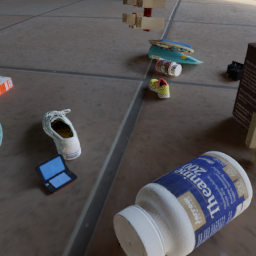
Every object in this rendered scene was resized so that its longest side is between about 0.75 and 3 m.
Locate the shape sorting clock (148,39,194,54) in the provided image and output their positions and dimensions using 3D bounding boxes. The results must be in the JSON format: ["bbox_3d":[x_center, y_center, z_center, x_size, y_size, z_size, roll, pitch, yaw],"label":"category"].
[{"bbox_3d":[2.131,-4.043,13.993,2.321,0.455,2.321,10,13,-2],"label":"shape sorting clock"}]

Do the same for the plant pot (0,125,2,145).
[{"bbox_3d":[-4.282,-0.070,6.390,2.340,2.490,2.490,26,41,24],"label":"plant pot"}]

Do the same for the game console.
[{"bbox_3d":[-1.742,1.105,6.853,0.782,0.464,0.674,-29,43,-35],"label":"game console"}]

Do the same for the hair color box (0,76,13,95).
[{"bbox_3d":[-5.213,-1.534,10.824,0.761,0.439,1.373,10,37,15],"label":"hair color box"}]

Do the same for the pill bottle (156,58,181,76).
[{"bbox_3d":[1.796,-2.681,12.397,1.030,0.586,0.586,27,42,35],"label":"pill bottle"}]

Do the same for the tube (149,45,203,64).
[{"bbox_3d":[2.274,-3.450,13.552,2.594,0.654,1.005,21,25,25],"label":"tube"}]

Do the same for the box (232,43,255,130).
[{"bbox_3d":[4.704,-1.068,8.229,2.069,2.494,2.048,-7,32,-11],"label":"box"}]

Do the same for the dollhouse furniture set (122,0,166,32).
[{"bbox_3d":[0.733,-4.726,10.115,1.226,2.355,2.380,-4,26,-16],"label":"dollhouse furniture set"}]

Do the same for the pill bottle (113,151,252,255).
[{"bbox_3d":[1.046,1.523,5.377,2.531,1.405,1.405,-22,40,-29],"label":"pill bottle"}]

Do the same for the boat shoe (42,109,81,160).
[{"bbox_3d":[-2.032,-0.121,8.194,0.867,1.001,2.348,-14,36,-20],"label":"boat shoe"}]

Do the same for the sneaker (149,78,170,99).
[{"bbox_3d":[1.253,-1.683,10.881,0.536,0.619,1.371,-14,35,-17],"label":"sneaker"}]

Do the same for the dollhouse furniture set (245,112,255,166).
[{"bbox_3d":[3.933,0.364,7.508,1.037,1.210,1.273,8,20,4],"label":"dollhouse furniture set"}]

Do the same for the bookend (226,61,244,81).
[{"bbox_3d":[4.675,-2.512,12.272,0.968,0.449,0.975,-23,39,-30],"label":"bookend"}]
